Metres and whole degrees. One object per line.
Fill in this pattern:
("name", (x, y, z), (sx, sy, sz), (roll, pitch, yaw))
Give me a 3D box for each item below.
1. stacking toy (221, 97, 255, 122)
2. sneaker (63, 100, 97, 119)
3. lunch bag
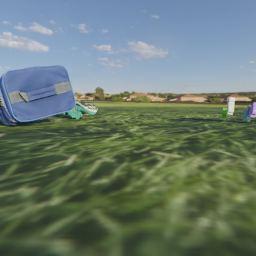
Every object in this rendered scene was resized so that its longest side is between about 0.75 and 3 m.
("stacking toy", (4.527, -0.524, 10.335), (1.874, 0.584, 2.486), (8, -6, 13))
("sneaker", (-2.153, -0.800, 12.420), (2.099, 0.836, 0.813), (13, 8, 40))
("lunch bag", (-2.931, -1.028, 8.631), (2.375, 1.613, 1.571), (-21, 7, -39))
